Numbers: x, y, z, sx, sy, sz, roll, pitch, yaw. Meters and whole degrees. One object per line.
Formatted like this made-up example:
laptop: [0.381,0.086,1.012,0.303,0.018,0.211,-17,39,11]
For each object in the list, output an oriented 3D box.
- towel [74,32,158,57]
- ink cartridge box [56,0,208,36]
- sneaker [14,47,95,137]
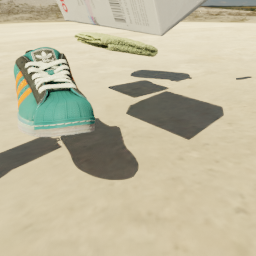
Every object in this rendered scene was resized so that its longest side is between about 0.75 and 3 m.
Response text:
towel: [-0.296,-2.481,8.232,2.185,0.399,1.621,-4,25,-42]
ink cartridge box: [-0.040,-2.575,3.986,2.271,1.672,1.643,26,59,38]
sneaker: [-1.281,-0.660,4.293,0.984,1.102,2.757,-9,20,-28]
